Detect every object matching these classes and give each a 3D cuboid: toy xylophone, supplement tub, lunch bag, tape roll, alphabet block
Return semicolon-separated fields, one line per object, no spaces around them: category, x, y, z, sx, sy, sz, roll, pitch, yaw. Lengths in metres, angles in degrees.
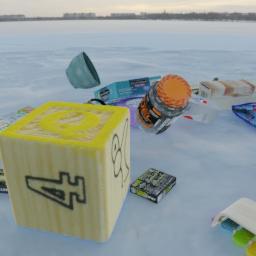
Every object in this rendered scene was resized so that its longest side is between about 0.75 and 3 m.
toy xylophone;3.123;2.218;5.873;1.795;0.616;2.451;-13;28;-27
supplement tub;1.133;-0.742;9.286;1.347;2.199;1.347;7;65;-14
lunch bag;5.836;-0.678;12.019;1.869;1.168;2.483;-6;13;-11
tape roll;0.624;-0.774;12.140;2.134;0.700;2.134;-2;21;1
alphabet block;-1.276;0.873;6.685;2.336;2.379;2.324;5;24;11

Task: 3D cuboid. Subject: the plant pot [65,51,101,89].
plant pot;-2.177;-2.517;13.055;1.157;1.727;1.727;-26;23;9

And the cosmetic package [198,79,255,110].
cosmetic package;4.955;-1.647;13.726;2.658;1.160;1.374;-5;25;-11

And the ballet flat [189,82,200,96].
ballet flat;3.287;-1.871;14.705;2.597;0.932;0.932;-22;33;-40

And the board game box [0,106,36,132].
board game box;-3.784;-0.023;10.521;2.881;0.493;1.937;17;36;39

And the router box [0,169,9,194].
router box;-3.468;1.488;7.904;1.006;0.263;0.791;3;25;6

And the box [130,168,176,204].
box;0.714;1.564;7.772;0.873;0.241;1.089;16;29;32

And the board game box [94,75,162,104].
board game box;-0.086;-1.754;13.163;2.245;0.698;2.974;-12;4;-24

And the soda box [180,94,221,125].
soda box;2.534;-0.885;11.427;2.371;0.809;0.752;14;36;-21

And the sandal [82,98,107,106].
sandal;-1.452;-0.965;12.613;1.042;0.696;2.550;-16;19;-31

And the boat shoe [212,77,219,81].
boat shoe;5.369;-2.829;17.295;0.342;0.405;1.135;21;38;32
